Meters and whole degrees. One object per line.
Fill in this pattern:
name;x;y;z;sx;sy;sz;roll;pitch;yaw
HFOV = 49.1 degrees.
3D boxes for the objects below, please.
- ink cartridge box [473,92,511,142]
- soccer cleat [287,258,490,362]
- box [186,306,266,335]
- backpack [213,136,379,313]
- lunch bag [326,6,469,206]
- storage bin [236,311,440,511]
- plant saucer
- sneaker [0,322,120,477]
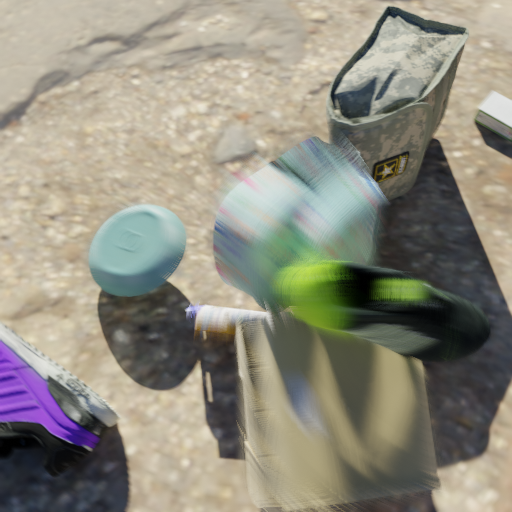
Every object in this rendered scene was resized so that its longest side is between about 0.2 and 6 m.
ink cartridge box;5.100;-2.720;11.261;1.230;0.365;0.639;37;67;18
soccer cleat;1.748;0.658;6.742;2.795;1.133;0.944;13;66;-14
box;-0.227;1.034;8.777;1.719;1.024;0.357;4;89;3
backpack;0.570;-0.338;8.129;2.374;2.108;1.787;-31;50;-28
lunch bag;2.217;-2.320;9.803;1.785;2.490;3.036;27;65;19
storage bin;1.021;1.954;7.650;2.449;1.156;2.467;-4;82;-9
plant saucer;-2.026;-0.179;9.236;1.737;0.312;1.737;-7;60;12
sneaker;-3.670;2.053;8.196;3.113;1.082;1.548;30;66;15
